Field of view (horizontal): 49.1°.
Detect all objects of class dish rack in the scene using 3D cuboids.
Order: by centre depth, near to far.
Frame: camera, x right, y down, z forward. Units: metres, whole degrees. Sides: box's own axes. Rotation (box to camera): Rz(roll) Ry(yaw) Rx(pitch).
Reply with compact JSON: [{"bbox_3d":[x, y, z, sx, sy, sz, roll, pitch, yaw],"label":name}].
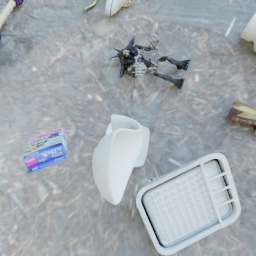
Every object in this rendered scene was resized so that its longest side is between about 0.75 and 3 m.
[{"bbox_3d":[1.736,2.145,8.192,2.846,0.620,2.443,-25,109,-8],"label":"dish rack"}]

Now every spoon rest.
[{"bbox_3d":[-0.144,0.452,6.241,0.890,2.937,1.459,-3,114,6],"label":"spoon rest"}]

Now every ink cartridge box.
[{"bbox_3d":[-1.821,0.459,6.239,0.867,1.453,0.305,-20,114,-4],"label":"ink cartridge box"}]

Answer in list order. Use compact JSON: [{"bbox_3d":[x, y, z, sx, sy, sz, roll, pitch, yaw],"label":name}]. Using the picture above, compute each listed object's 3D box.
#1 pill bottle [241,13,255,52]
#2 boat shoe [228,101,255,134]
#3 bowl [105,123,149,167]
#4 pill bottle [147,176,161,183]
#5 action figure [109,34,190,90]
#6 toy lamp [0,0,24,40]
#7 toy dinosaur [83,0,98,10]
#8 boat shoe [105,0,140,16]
[{"bbox_3d":[5.595,-2.993,9.760,2.985,1.675,1.675,37,75,11],"label":"pill bottle"},{"bbox_3d":[4.423,-0.157,9.415,2.195,0.792,0.790,21,103,-4],"label":"boat shoe"},{"bbox_3d":[-0.069,0.573,9.196,1.429,0.533,1.427,10,72,2],"label":"bowl"},{"bbox_3d":[1.359,1.808,8.649,1.401,0.801,0.801,-15,72,-5],"label":"pill bottle"},{"bbox_3d":[0.686,-2.357,9.712,2.842,1.450,1.689,18,83,4],"label":"action figure"},{"bbox_3d":[-4.844,-4.121,10.670,0.705,0.705,2.422,19,73,6],"label":"toy lamp"},{"bbox_3d":[-1.000,-5.789,11.234,1.122,0.604,2.545,3,71,26],"label":"toy dinosaur"},{"bbox_3d":[-0.032,-5.271,11.001,1.085,0.941,2.546,22,64,1],"label":"boat shoe"}]
